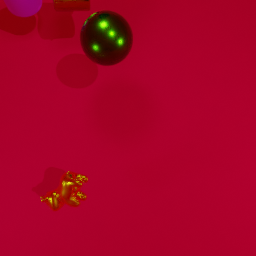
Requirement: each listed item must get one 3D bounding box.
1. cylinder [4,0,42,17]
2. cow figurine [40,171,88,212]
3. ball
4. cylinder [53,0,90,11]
[{"bbox_3d":[-3.125,-3.977,8.083,1.063,1.063,1.063,1,76,-5],"label":"cylinder"},{"bbox_3d":[-1.458,1.412,6.329,1.052,0.587,1.069,14,109,18],"label":"cow figurine"},{"bbox_3d":[-0.513,-2.150,6.759,1.281,1.281,1.281,0,73,0],"label":"ball"},{"bbox_3d":[-1.565,-3.766,7.758,0.982,0.982,0.982,-4,72,-8],"label":"cylinder"}]
